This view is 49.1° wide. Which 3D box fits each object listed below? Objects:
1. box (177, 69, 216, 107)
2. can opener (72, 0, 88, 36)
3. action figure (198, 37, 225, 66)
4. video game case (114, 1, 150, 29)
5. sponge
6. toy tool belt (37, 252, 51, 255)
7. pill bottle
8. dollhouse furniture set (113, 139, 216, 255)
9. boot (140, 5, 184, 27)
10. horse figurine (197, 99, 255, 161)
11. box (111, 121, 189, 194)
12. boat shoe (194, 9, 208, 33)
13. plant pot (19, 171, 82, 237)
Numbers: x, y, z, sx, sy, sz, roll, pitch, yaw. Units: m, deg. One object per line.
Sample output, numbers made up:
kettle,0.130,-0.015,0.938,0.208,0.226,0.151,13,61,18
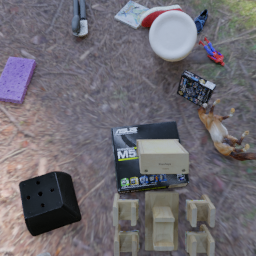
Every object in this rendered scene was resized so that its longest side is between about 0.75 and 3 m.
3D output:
box,2.198,-1.253,9.169,1.114,1.122,0.279,34,67,17
can opener,-1.905,-4.451,11.095,0.549,0.693,2.086,-5,58,-1
action figure,3.160,-2.797,10.420,0.413,0.326,1.261,-32,72,-9
video game case,0.216,-4.640,11.451,1.084,0.131,1.190,30,67,14
sponge,-3.978,-1.717,9.889,0.990,0.265,1.775,7,63,4
toy tool belt,-2.192,3.797,6.909,0.755,0.767,1.229,-33,60,19
pill bottle,1.495,-2.901,9.201,1.391,2.432,1.391,2,102,10
dollhouse furniture set,0.859,1.801,7.420,2.407,1.825,2.747,0,98,0
boot,1.491,-4.025,10.866,1.860,0.673,1.342,-18,66,-13
horse figurine,2.890,0.127,8.402,0.577,1.533,2.313,-26,78,-20
box,0.605,0.845,8.449,2.093,0.497,2.021,-5,66,-3
boat shoe,2.838,-4.275,11.112,0.494,0.403,1.175,19,65,10
plant pot,-2.171,1.916,7.475,1.417,1.260,1.420,-17,66,-8
